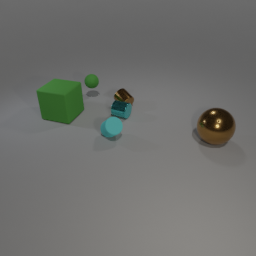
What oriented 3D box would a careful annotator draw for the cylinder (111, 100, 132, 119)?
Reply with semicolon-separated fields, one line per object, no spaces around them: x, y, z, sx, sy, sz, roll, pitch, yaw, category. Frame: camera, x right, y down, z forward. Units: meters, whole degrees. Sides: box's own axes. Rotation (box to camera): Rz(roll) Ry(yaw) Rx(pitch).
-0.289;-0.829;12.357;0.700;0.700;0.700;15;35;22;cylinder

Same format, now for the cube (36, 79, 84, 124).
-2.916;-1.205;12.270;1.400;1.400;1.400;10;34;17;cube

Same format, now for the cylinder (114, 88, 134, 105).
-0.188;-1.369;13.043;0.700;0.700;0.700;-25;60;-34;cylinder

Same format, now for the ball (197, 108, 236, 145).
3.296;-0.064;10.505;1.400;1.400;1.400;0;32;0;ball

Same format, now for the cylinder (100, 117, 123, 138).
-0.644;-0.024;10.846;0.700;0.700;0.700;-16;-4;-24;cylinder

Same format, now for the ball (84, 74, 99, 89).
-1.773;-2.283;13.678;0.700;0.700;0.700;0;32;0;ball
